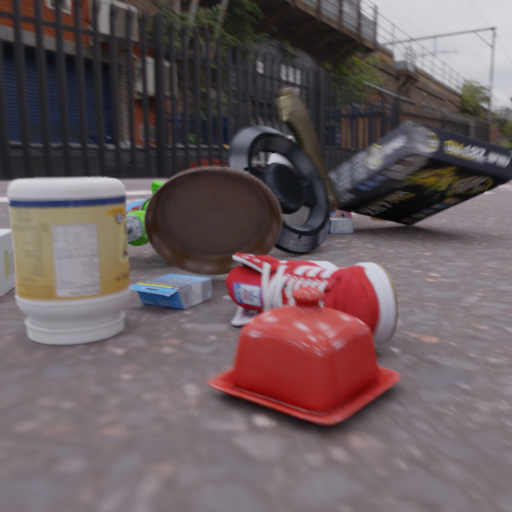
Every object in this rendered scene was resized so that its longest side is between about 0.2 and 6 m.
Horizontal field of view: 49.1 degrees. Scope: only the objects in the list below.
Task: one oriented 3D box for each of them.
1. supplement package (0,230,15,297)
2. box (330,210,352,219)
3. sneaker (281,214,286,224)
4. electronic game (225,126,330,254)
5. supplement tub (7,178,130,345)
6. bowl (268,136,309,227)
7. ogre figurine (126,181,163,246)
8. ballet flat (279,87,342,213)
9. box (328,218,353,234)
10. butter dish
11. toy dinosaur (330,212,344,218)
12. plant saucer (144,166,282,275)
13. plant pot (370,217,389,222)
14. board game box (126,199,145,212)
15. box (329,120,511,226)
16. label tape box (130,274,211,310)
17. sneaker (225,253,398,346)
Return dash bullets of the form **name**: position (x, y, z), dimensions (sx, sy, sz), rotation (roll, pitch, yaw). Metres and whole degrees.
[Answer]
- **supplement package**: position (-3.581, 0.141, 6.612), dimensions (1.073, 0.764, 1.378), rotation (-1, 10, -7)
- **box**: position (1.945, -1.486, 15.112), dimensions (1.012, 1.097, 2.139), rotation (0, 10, 1)
- **sneaker**: position (-0.378, -1.063, 13.401), dimensions (0.965, 0.939, 2.424), rotation (-19, 20, -39)
- **electronic game**: position (0.449, -1.194, 9.976), dimensions (2.467, 2.467, 0.513), rotation (-11, -14, -47)
- **supplement tub**: position (-1.740, 0.011, 5.303), dimensions (1.054, 1.460, 1.054), rotation (0, 10, 0)
- **bowl**: position (0.816, -1.498, 12.419), dimensions (0.730, 1.955, 1.952), rotation (-21, 25, 15)
- **ogre figurine**: position (-1.624, -0.512, 9.045), dimensions (2.631, 1.291, 1.578), rotation (7, -8, -36)
- **ballet flat**: position (1.019, -2.159, 11.691), dimensions (0.641, 2.765, 0.932), rotation (-22, 6, 4)
- **box**: position (1.830, -0.697, 12.773), dimensions (0.613, 0.321, 0.563), rotation (-1, 8, -12)
- **butter dish**: position (0.350, 0.600, 3.909), dimensions (1.057, 0.781, 1.054), rotation (8, 14, 38)
- **toy dinosaur**: position (1.711, -0.839, 13.352), dimensions (1.091, 0.468, 0.739), rotation (-14, 23, -35)
- **plant saucer**: position (-0.551, -0.469, 7.265), dimensions (1.764, 1.764, 0.283), rotation (-1, 43, -4)
- **plant pot**: position (3.624, -1.486, 15.382), dimensions (0.943, 1.012, 0.943), rotation (-1, 9, 0)
- **board game box**: position (-1.610, -1.035, 13.175), dimensions (3.308, 0.644, 2.613), rotation (4, 18, 39)
- **box**: position (3.362, -1.670, 12.274), dimensions (2.651, 0.808, 3.289), rotation (12, -18, -22)
- **label tape box**: position (-0.989, 0.431, 6.401), dimensions (0.610, 0.281, 0.851), rotation (4, 13, 28)
- **sneaker**: position (0.392, 0.383, 5.235), dimensions (1.191, 0.755, 2.118), rotation (2, 2, -14)
